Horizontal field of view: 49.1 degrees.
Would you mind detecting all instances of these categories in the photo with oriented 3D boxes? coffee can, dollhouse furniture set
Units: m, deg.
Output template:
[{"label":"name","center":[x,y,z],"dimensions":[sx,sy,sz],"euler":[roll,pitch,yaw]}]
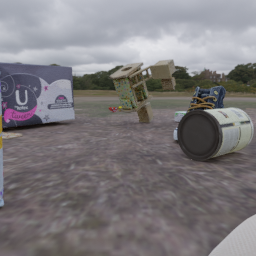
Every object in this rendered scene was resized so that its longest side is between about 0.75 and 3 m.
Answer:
[{"label":"coffee can","center":[1.586,0.079,5.047],"dimensions":[1.174,0.859,0.859],"euler":[-6,10,-41]},{"label":"dollhouse furniture set","center":[0.685,-0.945,9.121],"dimensions":[1.889,2.136,1.187],"euler":[3,34,39]}]

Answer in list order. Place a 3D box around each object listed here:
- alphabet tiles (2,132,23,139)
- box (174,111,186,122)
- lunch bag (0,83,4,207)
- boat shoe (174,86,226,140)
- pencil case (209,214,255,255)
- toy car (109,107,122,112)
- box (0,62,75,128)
[{"label":"alphabet tiles","center":[-3.280,0.202,7.210],"dimensions":[1.009,0.038,0.843],"euler":[3,8,25]},{"label":"box","center":[2.230,-0.409,10.519],"dimensions":[0.779,0.377,0.688],"euler":[6,8,31]},{"label":"lunch bag","center":[-2.118,0.117,2.658],"dimensions":[1.687,1.431,1.073],"euler":[-1,9,-26]},{"label":"boat shoe","center":[1.854,-0.418,7.077],"dimensions":[1.004,1.289,2.839],"euler":[4,8,25]},{"label":"pencil case","center":[0.960,0.757,0.250],"dimensions":[0.817,0.939,2.099],"euler":[-40,29,-31]},{"label":"toy car","center":[-0.321,-1.009,15.362],"dimensions":[1.127,0.267,1.198],"euler":[5,10,32]},{"label":"box","center":[-3.390,-1.056,9.159],"dimensions":[1.693,1.949,2.950],"euler":[3,9,39]}]
